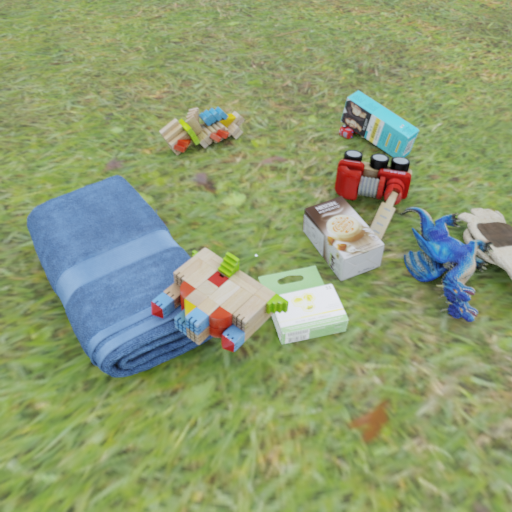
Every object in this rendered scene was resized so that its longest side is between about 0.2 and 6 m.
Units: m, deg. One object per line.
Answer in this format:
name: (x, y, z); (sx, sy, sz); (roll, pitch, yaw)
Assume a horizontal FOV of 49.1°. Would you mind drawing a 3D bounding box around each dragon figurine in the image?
dragon figurine: (3.341, -0.083, 10.521); (1.462, 0.865, 2.941); (-21, 50, -20)

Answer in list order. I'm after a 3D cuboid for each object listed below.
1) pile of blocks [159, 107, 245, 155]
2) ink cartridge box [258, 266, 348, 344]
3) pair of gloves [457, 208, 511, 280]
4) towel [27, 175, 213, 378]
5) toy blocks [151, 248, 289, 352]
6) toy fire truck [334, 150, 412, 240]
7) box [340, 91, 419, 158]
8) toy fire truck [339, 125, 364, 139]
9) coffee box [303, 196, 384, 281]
pile of blocks: (-1.172, -3.049, 13.481); (2.214, 0.909, 0.688); (-24, 50, -23)
ink cartridge box: (0.797, 0.743, 10.053); (1.200, 0.396, 1.649); (-11, 48, -10)
pair of gloves: (5.636, -0.166, 10.859); (3.047, 0.534, 2.591); (-9, 41, -16)
towel: (-2.473, 0.253, 10.095); (2.322, 1.010, 4.160); (-23, 50, -22)
toy blocks: (-0.686, 0.745, 8.573); (1.949, 0.974, 1.332); (32, 53, 23)
toy fire truck: (2.385, -1.285, 11.750); (1.557, 1.138, 1.768); (11, 36, 10)
box: (2.936, -3.130, 13.449); (1.851, 0.762, 0.455); (40, 59, 22)
toy fire truck: (2.665, -3.136, 14.034); (1.010, 0.246, 0.712); (-27, 52, -24)
coffee box: (1.663, -0.368, 10.959); (0.904, 0.630, 1.580); (-19, 48, -16)
